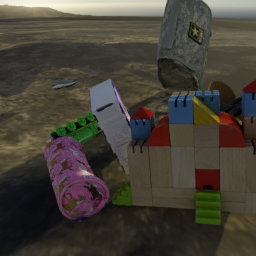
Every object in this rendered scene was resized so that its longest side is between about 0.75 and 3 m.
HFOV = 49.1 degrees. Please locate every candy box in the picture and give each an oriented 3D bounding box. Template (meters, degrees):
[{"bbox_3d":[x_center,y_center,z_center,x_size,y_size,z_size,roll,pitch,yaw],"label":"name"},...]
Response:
[{"bbox_3d":[-0.195,-0.055,5.737,0.556,1.554,1.304,-25,28,3],"label":"candy box"}]

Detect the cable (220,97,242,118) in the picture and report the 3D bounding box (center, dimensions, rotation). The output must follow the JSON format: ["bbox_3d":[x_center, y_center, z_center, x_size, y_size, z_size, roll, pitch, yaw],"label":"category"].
[{"bbox_3d":[2.309,-0.001,5.688,1.843,2.259,0.574,16,65,-17],"label":"cable"}]

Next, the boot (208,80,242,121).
[{"bbox_3d":[2.575,-0.739,7.579,1.411,0.514,1.097,38,4,-10],"label":"boot"}]

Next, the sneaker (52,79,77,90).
[{"bbox_3d":[-2.248,-1.620,9.960,0.895,0.355,0.331,-15,2,-18],"label":"sneaker"}]

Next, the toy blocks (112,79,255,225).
[{"bbox_3d":[1.079,0.270,4.460,2.818,1.926,1.408,-1,17,17],"label":"toy blocks"}]

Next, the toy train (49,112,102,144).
[{"bbox_3d":[-0.991,-0.026,6.961,0.458,0.619,2.196,-33,0,43],"label":"toy train"}]

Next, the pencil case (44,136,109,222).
[{"bbox_3d":[-0.960,0.772,4.875,0.782,0.817,1.889,-20,26,-17],"label":"pencil case"}]

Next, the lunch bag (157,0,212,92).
[{"bbox_3d":[1.834,-2.760,9.286,1.664,2.321,2.830,9,-9,21],"label":"lunch bag"}]
